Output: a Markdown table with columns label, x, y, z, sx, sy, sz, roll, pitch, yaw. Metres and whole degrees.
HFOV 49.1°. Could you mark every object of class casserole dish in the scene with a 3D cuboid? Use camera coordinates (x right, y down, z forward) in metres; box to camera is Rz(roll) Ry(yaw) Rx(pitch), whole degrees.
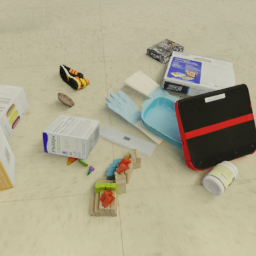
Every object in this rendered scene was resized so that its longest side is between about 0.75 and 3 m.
| label | x | y | z | sx | sy | sz | roll | pitch | yaw |
| --- | --- | --- | --- | --- | --- | --- | --- | --- | --- |
| casserole dish | 1.686 | -0.097 | 9.880 | 2.742 | 0.532 | 1.661 | 31 | 52 | 12 |

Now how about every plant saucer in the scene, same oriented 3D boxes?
| label | x | y | z | sx | sy | sz | roll | pitch | yaw |
| --- | --- | --- | --- | --- | --- | --- | --- | --- | --- |
| plant saucer | -2.489 | -1.104 | 11.126 | 0.786 | 0.126 | 0.786 | 36 | 17 | -13 |

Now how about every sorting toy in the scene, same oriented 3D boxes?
| label | x | y | z | sx | sy | sz | roll | pitch | yaw |
| --- | --- | --- | --- | --- | --- | --- | --- | --- | --- |
| sorting toy | -1.585 | 1.214 | 9.055 | 1.108 | 0.384 | 0.382 | 26 | 74 | 26 |

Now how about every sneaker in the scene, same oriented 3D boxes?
| label | x | y | z | sx | sy | sz | roll | pitch | yaw |
| --- | --- | --- | --- | --- | --- | --- | --- | --- | --- |
| sneaker | -2.358 | -2.253 | 12.281 | 0.774 | 0.602 | 1.721 | -18 | 48 | -36 |

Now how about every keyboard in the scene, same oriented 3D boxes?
| label | x | y | z | sx | sy | sz | roll | pitch | yaw |
| --- | --- | --- | --- | --- | --- | --- | --- | --- | --- |
| keyboard | -0.079 | 0.440 | 9.926 | 2.136 | 0.114 | 0.601 | 21 | 44 | 19 |

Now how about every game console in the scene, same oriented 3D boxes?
| label | x | y | z | sx | sy | sz | roll | pitch | yaw |
| --- | --- | --- | --- | --- | --- | --- | --- | --- | --- |
| game console | 2.912 | -0.012 | 9.034 | 2.692 | 2.381 | 0.418 | -15 | 4 | -15 |

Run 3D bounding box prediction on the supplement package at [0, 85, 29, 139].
| label | x | y | z | sx | sy | sz | roll | pitch | yaw |
| --- | --- | --- | --- | --- | --- | --- | --- | --- | --- |
| supplement package | -4.567 | -0.618 | 10.295 | 0.980 | 1.018 | 1.789 | 7 | 47 | 9 |

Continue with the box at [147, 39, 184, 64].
| label | x | y | z | sx | sy | sz | roll | pitch | yaw |
| --- | --- | --- | --- | --- | --- | --- | --- | --- | --- |
| box | 1.853 | -3.818 | 13.873 | 1.506 | 0.375 | 1.188 | -35 | 55 | -29 |

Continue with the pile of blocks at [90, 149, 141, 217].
| label | x | y | z | sx | sy | sz | roll | pitch | yaw |
| --- | --- | --- | --- | --- | --- | --- | --- | --- | --- |
| pile of blocks | -0.394 | 1.423 | 8.449 | 1.066 | 0.807 | 2.597 | 17 | 48 | 16 |

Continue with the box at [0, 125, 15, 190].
| label | x | y | z | sx | sy | sz | roll | pitch | yaw |
| --- | --- | --- | --- | --- | --- | --- | --- | --- | --- |
| box | -4.865 | 1.086 | 8.206 | 2.587 | 1.609 | 1.261 | -10 | 47 | -10 |

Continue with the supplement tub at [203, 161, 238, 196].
| label | x | y | z | sx | sy | sz | roll | pitch | yaw |
| --- | --- | --- | --- | --- | --- | --- | --- | --- | --- |
| supplement tub | 2.799 | 1.503 | 8.451 | 0.955 | 0.692 | 0.692 | -35 | 55 | -30 |

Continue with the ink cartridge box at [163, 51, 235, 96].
| label | x | y | z | sx | sy | sz | roll | pitch | yaw |
| --- | --- | --- | --- | --- | --- | --- | --- | --- | --- |
| ink cartridge box | 3.076 | -2.241 | 11.982 | 2.833 | 0.674 | 2.866 | 14 | 37 | 8 |

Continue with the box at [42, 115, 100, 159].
| label | x | y | z | sx | sy | sz | roll | pitch | yaw |
| --- | --- | --- | --- | --- | --- | --- | --- | --- | --- |
| box | -1.852 | 0.267 | 9.355 | 1.490 | 0.782 | 1.370 | 10 | 28 | 9 |

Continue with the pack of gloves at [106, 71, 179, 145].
| label | x | y | z | sx | sy | sz | roll | pitch | yaw |
| --- | --- | --- | --- | --- | --- | --- | --- | --- | --- |
| pack of gloves | 0.753 | -0.786 | 10.957 | 2.947 | 0.581 | 2.476 | 37 | 55 | 19 |
